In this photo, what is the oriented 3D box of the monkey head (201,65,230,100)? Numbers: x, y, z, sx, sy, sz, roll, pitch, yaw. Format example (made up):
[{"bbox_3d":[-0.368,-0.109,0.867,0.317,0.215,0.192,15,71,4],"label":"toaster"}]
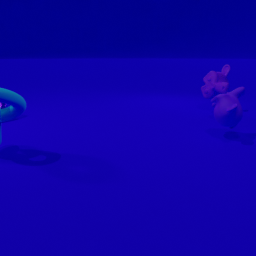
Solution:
[{"bbox_3d":[3.170,-1.407,9.644,0.960,1.593,1.146,2,16,-33],"label":"monkey head"}]

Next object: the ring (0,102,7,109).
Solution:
[{"bbox_3d":[-4.279,-0.693,8.376,1.226,1.226,0.245,-11,-15,-36],"label":"ring"}]

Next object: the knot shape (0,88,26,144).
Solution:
[{"bbox_3d":[-2.732,-0.449,5.509,1.538,1.644,0.759,-13,25,33],"label":"knot shape"}]

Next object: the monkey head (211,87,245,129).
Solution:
[{"bbox_3d":[2.558,-0.496,6.854,0.970,0.813,1.349,-30,-26,10],"label":"monkey head"}]
